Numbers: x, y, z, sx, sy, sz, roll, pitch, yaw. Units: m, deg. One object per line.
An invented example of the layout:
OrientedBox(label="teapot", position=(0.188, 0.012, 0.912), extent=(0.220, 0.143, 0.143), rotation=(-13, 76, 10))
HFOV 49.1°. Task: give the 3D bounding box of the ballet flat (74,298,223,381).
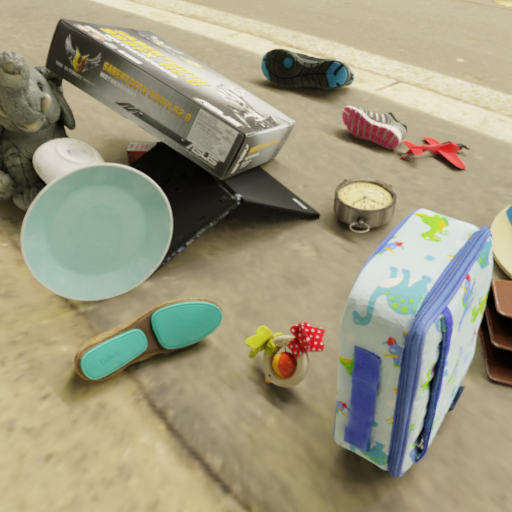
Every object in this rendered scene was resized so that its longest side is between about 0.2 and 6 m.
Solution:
OrientedBox(label="ballet flat", position=(-1.535, 1.096, 7.878), extent=(2.141, 0.726, 0.774), rotation=(-25, 15, -22))

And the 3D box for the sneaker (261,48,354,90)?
OrientedBox(label="sneaker", position=(1.449, -5.197, 15.941), extent=(2.761, 1.011, 1.131), rotation=(21, 21, 22))

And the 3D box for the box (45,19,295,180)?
OrientedBox(label="box", position=(-1.501, -3.205, 11.236), extent=(4.089, 0.988, 3.239), rotation=(34, 26, 8))

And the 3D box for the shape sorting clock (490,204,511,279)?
OrientedBox(label="shape sorting clock", position=(5.513, -0.135, 9.458), extent=(2.963, 0.581, 2.963), rotation=(-2, 42, 2))

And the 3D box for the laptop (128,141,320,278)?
OrientedBox(label="laptop", position=(-1.080, -0.958, 10.880), extent=(3.315, 1.712, 2.938), rotation=(-40, 47, -6))

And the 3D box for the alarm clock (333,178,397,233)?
OrientedBox(label="alarm clock", position=(1.995, -0.877, 10.454), extent=(1.140, 0.563, 1.690), rotation=(10, 37, 12))

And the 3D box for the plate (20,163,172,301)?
OrientedBox(label="plate", position=(-2.341, -0.344, 8.356), extent=(2.239, 2.239, 0.286), rotation=(-19, 36, -23))

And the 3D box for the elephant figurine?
OrientedBox(label="elephant figurine", position=(-4.288, -2.678, 10.607), extent=(2.487, 3.206, 2.268), rotation=(18, 41, 21))

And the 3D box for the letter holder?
OrientedBox(label="letter holder", position=(4.076, 1.136, 7.590), extent=(1.775, 0.893, 1.262), rotation=(6, 40, 8))

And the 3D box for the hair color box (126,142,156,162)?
OrientedBox(label="hair color box", position=(-2.369, -2.324, 12.542), extent=(0.958, 0.293, 0.486), rotation=(3, 38, 2))

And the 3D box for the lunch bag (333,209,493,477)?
OrientedBox(label="lunch bag", position=(1.727, 1.024, 6.270), extent=(1.097, 2.660, 2.139), rotation=(22, 43, 31))

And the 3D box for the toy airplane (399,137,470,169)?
OrientedBox(label="toy airplane", position=(4.006, -2.419, 12.659), extent=(1.652, 0.304, 1.652), rotation=(0, 36, 0))

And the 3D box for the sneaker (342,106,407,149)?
OrientedBox(label="sneaker", position=(2.849, -3.130, 13.332), extent=(0.761, 0.642, 1.739), rotation=(-31, 52, -34))

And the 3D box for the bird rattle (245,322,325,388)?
OrientedBox(label="bird rattle", position=(0.428, 1.301, 7.420), extent=(1.046, 0.853, 0.589), rotation=(-4, -5, 25))

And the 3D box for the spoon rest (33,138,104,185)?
OrientedBox(label="spoon rest", position=(-3.049, -1.208, 10.074), extent=(1.329, 0.811, 2.675), rotation=(-13, 52, -40))
